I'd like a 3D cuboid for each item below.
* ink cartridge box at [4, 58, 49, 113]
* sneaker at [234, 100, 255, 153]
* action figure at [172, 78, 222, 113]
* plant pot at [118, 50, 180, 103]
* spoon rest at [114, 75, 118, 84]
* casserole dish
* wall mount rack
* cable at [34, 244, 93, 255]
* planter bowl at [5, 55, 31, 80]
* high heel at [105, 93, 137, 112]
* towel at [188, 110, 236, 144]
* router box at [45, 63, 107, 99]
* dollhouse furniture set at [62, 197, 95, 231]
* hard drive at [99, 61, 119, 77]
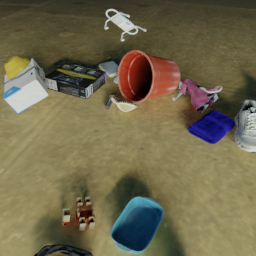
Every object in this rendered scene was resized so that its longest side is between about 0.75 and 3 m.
[{"bbox_3d":[-4.431,-1.991,12.085,1.537,0.899,2.650,-31,41,1],"label":"ink cartridge box"},{"bbox_3d":[4.351,-0.100,10.014,0.929,1.002,2.471,7,40,7],"label":"sneaker"},{"bbox_3d":[2.710,-1.555,11.631,1.239,1.378,1.850,-27,62,-29],"label":"action figure"},{"bbox_3d":[0.994,-2.141,11.792,2.028,2.086,2.086,-9,35,-42],"label":"plant pot"},{"bbox_3d":[-0.113,-2.211,13.114,0.833,0.508,1.677,-21,24,-18],"label":"spoon rest"},{"bbox_3d":[0.259,2.496,7.195,1.022,0.327,1.687,18,41,22],"label":"casserole dish"},{"bbox_3d":[-0.064,-2.871,7.804,1.004,1.156,0.431,-11,64,44],"label":"wall mount rack"},{"bbox_3d":[-1.557,3.219,6.297,1.485,0.377,1.212,11,44,11],"label":"cable"},{"bbox_3d":[-3.996,-2.238,9.885,1.097,0.457,1.097,-25,36,19],"label":"planter bowl"},{"bbox_3d":[-0.205,-1.163,11.735,1.400,0.500,0.998,2,43,18],"label":"high heel"},{"bbox_3d":[3.152,-0.097,10.468,1.200,0.402,1.624,29,46,33],"label":"towel"},{"bbox_3d":[-2.426,-2.249,13.077,2.290,0.598,1.800,17,41,21],"label":"router box"},{"bbox_3d":[-1.313,2.324,7.447,0.845,0.440,0.854,0,37,-19],"label":"dollhouse furniture set"},{"bbox_3d":[-0.847,-3.067,14.492,0.873,0.174,1.324,-19,42,-22],"label":"hard drive"}]
